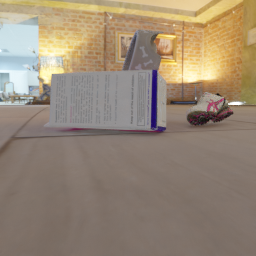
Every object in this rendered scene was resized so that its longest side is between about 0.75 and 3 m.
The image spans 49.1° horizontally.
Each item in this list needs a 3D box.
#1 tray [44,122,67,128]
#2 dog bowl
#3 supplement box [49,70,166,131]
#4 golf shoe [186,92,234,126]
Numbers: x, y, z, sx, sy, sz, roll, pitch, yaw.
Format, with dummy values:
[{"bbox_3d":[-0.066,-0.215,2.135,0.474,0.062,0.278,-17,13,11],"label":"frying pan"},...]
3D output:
[{"bbox_3d":[-1.368,-0.219,9.259,2.490,0.276,1.337,0,8,6],"label":"tray"},{"bbox_3d":[0.316,-1.971,9.622,0.863,2.944,2.944,16,3,-10],"label":"dog bowl"},{"bbox_3d":[-0.487,-0.674,7.518,2.855,1.476,1.445,0,-1,16],"label":"supplement box"},{"bbox_3d":[2.554,-0.666,9.245,2.228,1.026,0.809,-8,-21,-44],"label":"golf shoe"}]
